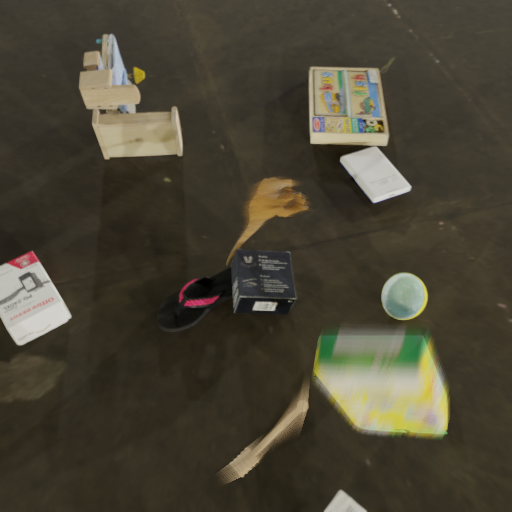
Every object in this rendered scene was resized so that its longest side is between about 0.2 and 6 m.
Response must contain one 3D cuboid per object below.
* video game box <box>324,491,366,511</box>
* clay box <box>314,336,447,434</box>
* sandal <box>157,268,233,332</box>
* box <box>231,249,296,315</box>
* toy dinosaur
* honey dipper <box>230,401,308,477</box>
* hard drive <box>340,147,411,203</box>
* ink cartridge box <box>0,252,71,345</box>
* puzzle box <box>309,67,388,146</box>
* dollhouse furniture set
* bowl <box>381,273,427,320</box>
[{"bbox_3d":[1.217,3.917,6.927,1.423,0.333,1.296,35,57,25],"label":"video game box"},{"bbox_3d":[1.663,1.691,7.072,1.240,2.159,0.514,-4,56,25],"label":"clay box"},{"bbox_3d":[-0.900,0.624,9.503,1.852,0.417,0.695,-30,59,-22],"label":"sandal"},{"bbox_3d":[0.105,0.441,9.429,0.954,0.569,0.970,4,54,-12],"label":"box"},{"bbox_3d":[0.126,-0.760,9.160,1.151,2.167,0.655,-15,64,-23],"label":"toy dinosaur"},{"bbox_3d":[0.169,2.010,6.283,1.083,0.206,0.206,-42,62,-16],"label":"honey dipper"},{"bbox_3d":[2.435,-1.686,11.518,0.874,0.168,1.325,-19,54,-15],"label":"hard drive"},{"bbox_3d":[-3.850,0.693,9.366,0.949,0.545,1.307,-29,57,-22],"label":"ink cartridge box"},{"bbox_3d":[2.058,-3.488,12.864,1.683,0.322,2.530,1,51,2],"label":"puzzle box"},{"bbox_3d":[-2.481,-3.641,11.664,1.650,2.387,2.528,-3,63,-3],"label":"dollhouse furniture set"},{"bbox_3d":[2.549,0.697,9.391,0.420,0.780,0.780,14,34,-48],"label":"bowl"}]
